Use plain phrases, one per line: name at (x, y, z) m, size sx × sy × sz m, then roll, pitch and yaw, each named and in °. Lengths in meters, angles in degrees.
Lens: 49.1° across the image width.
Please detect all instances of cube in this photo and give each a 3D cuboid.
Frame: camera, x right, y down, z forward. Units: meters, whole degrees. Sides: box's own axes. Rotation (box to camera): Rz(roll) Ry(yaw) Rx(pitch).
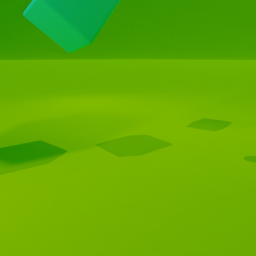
cube at (-0.979, -2.127, 4.887) m, size 1.065 × 1.065 × 1.065 m, roll 37°, pitch -15°, yaw -28°
